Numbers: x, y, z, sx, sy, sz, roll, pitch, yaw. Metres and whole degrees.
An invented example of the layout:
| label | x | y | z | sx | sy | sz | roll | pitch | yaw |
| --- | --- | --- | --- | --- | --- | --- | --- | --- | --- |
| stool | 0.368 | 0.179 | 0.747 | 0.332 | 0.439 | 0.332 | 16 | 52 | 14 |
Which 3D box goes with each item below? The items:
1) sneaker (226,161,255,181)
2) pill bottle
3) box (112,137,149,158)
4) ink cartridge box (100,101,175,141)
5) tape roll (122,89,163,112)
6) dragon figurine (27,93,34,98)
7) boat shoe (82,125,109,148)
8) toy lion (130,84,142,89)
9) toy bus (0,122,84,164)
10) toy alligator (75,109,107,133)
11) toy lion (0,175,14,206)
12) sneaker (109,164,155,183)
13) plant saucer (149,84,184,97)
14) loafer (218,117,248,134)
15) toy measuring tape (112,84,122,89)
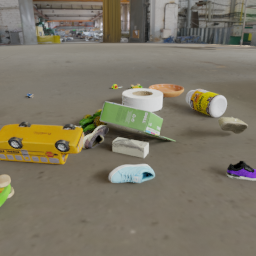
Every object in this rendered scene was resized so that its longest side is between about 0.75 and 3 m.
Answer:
| label | x | y | z | sx | sy | sz | roll | pitch | yaw |
| --- | --- | --- | --- | --- | --- | --- | --- | --- | --- |
| sneaker | 3.348 | 1.188 | 7.970 | 1.010 | 0.502 | 0.351 | 1 | 21 | 5 |
| pill bottle | 3.648 | -1.243 | 13.315 | 1.042 | 1.042 | 1.907 | -12 | 24 | -27 |
| box | 0.085 | 0.653 | 9.449 | 1.169 | 0.400 | 0.480 | 9 | 23 | 21 |
| ink cartridge box | 0.440 | -0.239 | 10.382 | 2.632 | 0.781 | 1.366 | 15 | -3 | 28 |
| tape roll | 0.721 | -1.425 | 14.191 | 2.068 | 0.723 | 2.068 | 0 | 22 | 0 |
| dragon figurine | -5.582 | -1.811 | 15.831 | 0.383 | 0.227 | 0.771 | -1 | 21 | -4 |
| boat shoe | -1.083 | 0.353 | 10.079 | 0.494 | 0.548 | 1.524 | 19 | 28 | 22 |
| toy lion | 0.572 | -2.502 | 17.580 | 0.810 | 0.278 | 0.777 | -15 | 33 | -33 |
| toy bus | -2.759 | 0.497 | 8.757 | 2.732 | 1.070 | 0.889 | 3 | 40 | 7 |
| toy alligator | -1.428 | -0.180 | 11.265 | 0.884 | 0.641 | 2.667 | 12 | 29 | 40 |
| toy lion | -3.821 | 1.757 | 6.666 | 1.639 | 0.563 | 1.571 | 2 | 29 | 4 |
| sneaker | 0.142 | 1.297 | 7.726 | 1.318 | 0.487 | 0.540 | -10 | 19 | -23 |
| plant saucer | 2.259 | -2.212 | 16.624 | 2.076 | 0.388 | 2.076 | 0 | 21 | 0 |
| loafer | 3.897 | -0.157 | 10.386 | 1.439 | 0.544 | 0.491 | 11 | 42 | -36 |
| toy measuring tape | -0.708 | -2.693 | 17.950 | 0.846 | 0.311 | 0.311 | -18 | 28 | -37 |
